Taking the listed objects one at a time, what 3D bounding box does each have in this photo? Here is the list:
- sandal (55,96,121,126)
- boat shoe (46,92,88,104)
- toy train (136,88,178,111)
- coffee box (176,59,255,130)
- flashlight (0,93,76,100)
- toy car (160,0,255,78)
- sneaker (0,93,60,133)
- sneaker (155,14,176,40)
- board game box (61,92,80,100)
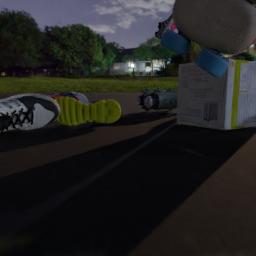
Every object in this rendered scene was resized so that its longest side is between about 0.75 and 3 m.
[{"bbox_3d":[-1.412,-0.495,9.215,2.396,0.952,1.043,6,-2,2],"label":"sandal"},{"bbox_3d":[-3.332,-1.236,13.177,2.781,0.984,1.262,-5,14,-16],"label":"boat shoe"},{"bbox_3d":[1.805,-1.370,13.652,2.715,1.157,1.547,-5,11,-28],"label":"toy train"},{"bbox_3d":[2.962,-1.081,8.965,1.967,1.989,1.986,-6,10,-33],"label":"coffee box"},{"bbox_3d":[-3.383,-0.714,10.467,2.895,0.984,0.980,-14,19,-40],"label":"flashlight"},{"bbox_3d":[2.483,-2.696,7.484,2.191,2.283,2.477,38,20,21],"label":"toy car"},{"bbox_3d":[-3.275,-0.217,7.405,2.985,1.129,1.309,-4,28,-20],"label":"sneaker"},{"bbox_3d":[1.242,-3.287,8.908,0.548,1.253,0.462,19,-18,27],"label":"sneaker"},{"bbox_3d":[-2.239,-1.091,11.867,0.287,1.165,1.474,-41,30,-27],"label":"board game box"}]
